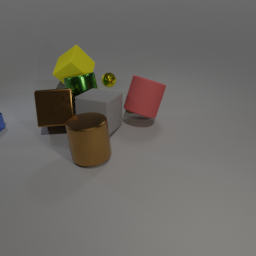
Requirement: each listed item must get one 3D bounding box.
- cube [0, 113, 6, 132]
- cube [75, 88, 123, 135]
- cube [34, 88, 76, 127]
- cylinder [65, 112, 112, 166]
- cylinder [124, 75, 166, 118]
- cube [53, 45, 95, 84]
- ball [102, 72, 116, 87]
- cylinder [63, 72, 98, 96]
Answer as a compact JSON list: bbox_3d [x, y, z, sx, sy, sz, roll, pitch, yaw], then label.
[{"bbox_3d":[-5.510,-0.192,11.283,0.700,0.700,0.700,7,34,11],"label":"cube"},{"bbox_3d":[-1.125,-0.664,11.121,1.400,1.400,1.400,10,25,20],"label":"cube"},{"bbox_3d":[-2.833,-0.859,11.243,1.400,1.400,1.400,-4,9,-4],"label":"cube"},{"bbox_3d":[-1.330,0.365,9.625,1.400,1.400,1.400,-5,27,2],"label":"cylinder"},{"bbox_3d":[0.678,-1.280,11.401,1.400,1.400,1.400,17,10,-3],"label":"cylinder"},{"bbox_3d":[-2.723,-3.039,14.262,1.400,1.400,1.400,-24,42,31],"label":"cube"},{"bbox_3d":[-0.897,-2.269,13.230,0.700,0.700,0.700,0,33,0],"label":"ball"},{"bbox_3d":[-2.057,-1.698,12.632,1.400,1.400,1.400,-10,16,3],"label":"cylinder"}]
